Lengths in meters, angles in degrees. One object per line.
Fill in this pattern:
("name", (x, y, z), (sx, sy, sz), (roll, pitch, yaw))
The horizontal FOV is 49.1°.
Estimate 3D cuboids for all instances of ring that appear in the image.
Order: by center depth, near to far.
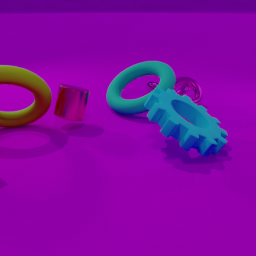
("ring", (-2.748, -0.651, 6.395), (1.959, 1.959, 0.392), (-7, 58, -14))
("ring", (0.344, -1.184, 8.052), (2.077, 0.415, 2.077), (-16, 43, 16))

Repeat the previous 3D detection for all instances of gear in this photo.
("gear", (1.240, -0.178, 5.976), (1.843, 0.341, 1.843), (24, 30, -15))

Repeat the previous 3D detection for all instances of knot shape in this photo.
("knot shape", (1.310, -0.939, 8.111), (1.699, 0.785, 1.590), (1, 24, 12))

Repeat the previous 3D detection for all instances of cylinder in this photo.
("cylinder", (-1.387, -0.630, 6.904), (0.759, 0.759, 0.759), (14, 11, -3))
